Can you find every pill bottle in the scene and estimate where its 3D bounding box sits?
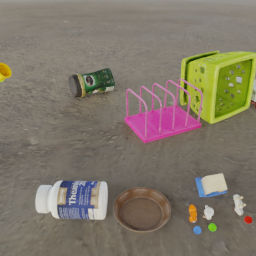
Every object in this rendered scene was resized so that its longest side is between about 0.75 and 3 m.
[{"bbox_3d":[-1.376,1.788,7.008,1.664,0.923,0.923,1,33,2],"label":"pill bottle"}]

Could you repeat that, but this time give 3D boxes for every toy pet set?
[{"bbox_3d":[2.173,1.925,7.262,1.479,0.785,1.381,-8,68,-6],"label":"toy pet set"}]

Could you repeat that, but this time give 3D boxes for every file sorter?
[{"bbox_3d":[1.311,-0.780,10.406,2.430,1.524,1.688,-14,35,-21],"label":"file sorter"}]

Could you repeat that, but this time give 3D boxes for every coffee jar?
[{"bbox_3d":[-1.669,-2.045,12.779,1.998,1.042,0.852,-15,-7,-22],"label":"coffee jar"}]

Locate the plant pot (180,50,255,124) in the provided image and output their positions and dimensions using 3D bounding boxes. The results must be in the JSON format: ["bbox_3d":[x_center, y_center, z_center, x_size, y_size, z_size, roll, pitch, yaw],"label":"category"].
[{"bbox_3d":[3.495,-1.884,11.435,2.405,2.393,2.182,-19,32,-27],"label":"plant pot"}]

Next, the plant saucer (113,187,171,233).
[{"bbox_3d":[0.352,2.107,7.127,1.445,0.264,1.445,1,33,0],"label":"plant saucer"}]

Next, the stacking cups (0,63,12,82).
[{"bbox_3d":[-3.598,-1.210,7.291,1.371,0.415,0.415,-23,21,31],"label":"stacking cups"}]

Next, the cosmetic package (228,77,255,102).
[{"bbox_3d":[5.540,-1.841,12.783,0.896,0.550,2.170,-9,28,-10],"label":"cosmetic package"}]

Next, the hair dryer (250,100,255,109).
[{"bbox_3d":[5.516,-0.978,11.947,0.741,0.264,0.972,4,22,19],"label":"hair dryer"}]
